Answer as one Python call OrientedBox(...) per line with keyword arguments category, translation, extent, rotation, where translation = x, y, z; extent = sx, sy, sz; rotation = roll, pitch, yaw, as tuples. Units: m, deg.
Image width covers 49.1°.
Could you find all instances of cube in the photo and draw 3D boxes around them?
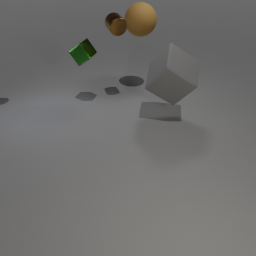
OrientedBox(category="cube", translation=(1.667, -1.994, 10.555), extent=(1.400, 1.400, 1.400), rotation=(27, 52, -19))
OrientedBox(category="cube", translation=(-1.827, -3.087, 11.407), extent=(0.700, 0.700, 0.700), rotation=(-23, 23, 34))

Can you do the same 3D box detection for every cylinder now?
OrientedBox(category="cylinder", translation=(-0.477, -4.048, 10.927), extent=(0.700, 0.700, 0.700), rotation=(-11, 42, -17))

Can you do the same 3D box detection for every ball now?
OrientedBox(category="ball", translation=(0.546, -4.693, 12.139), extent=(1.400, 1.400, 1.400), rotation=(0, 32, 0))
